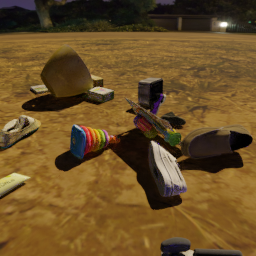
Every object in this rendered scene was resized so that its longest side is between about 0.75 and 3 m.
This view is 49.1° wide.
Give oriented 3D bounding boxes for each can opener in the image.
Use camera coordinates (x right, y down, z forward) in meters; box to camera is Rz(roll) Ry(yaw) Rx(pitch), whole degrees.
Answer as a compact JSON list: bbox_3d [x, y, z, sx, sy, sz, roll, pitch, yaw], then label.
[{"bbox_3d":[1.484,2.521,5.577,1.679,0.561,0.448,1,24,2],"label":"can opener"}]

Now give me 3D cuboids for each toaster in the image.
[{"bbox_3d":[1.150,-1.812,14.290,0.845,1.288,1.424,13,27,33],"label":"toaster"}]

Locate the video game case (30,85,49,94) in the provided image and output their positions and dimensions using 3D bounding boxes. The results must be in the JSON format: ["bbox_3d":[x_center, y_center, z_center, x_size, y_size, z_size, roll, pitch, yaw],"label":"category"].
[{"bbox_3d":[-5.009,-2.372,16.850,1.348,0.154,1.227,-15,28,-32],"label":"video game case"}]

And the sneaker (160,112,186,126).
[{"bbox_3d":[2.042,-0.436,12.239,1.136,0.434,0.651,9,32,32],"label":"sneaker"}]

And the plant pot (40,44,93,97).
[{"bbox_3d":[-3.541,-2.812,15.294,1.991,2.805,2.805,-37,38,-18],"label":"plant pot"}]

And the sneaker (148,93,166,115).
[{"bbox_3d":[1.113,-1.021,12.397,0.629,1.265,0.440,13,28,-31],"label":"sneaker"}]

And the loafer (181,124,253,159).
[{"bbox_3d":[3.021,0.420,9.376,2.575,0.979,0.868,-15,13,-13],"label":"loafer"}]

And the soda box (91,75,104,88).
[{"bbox_3d":[-2.300,-2.976,17.665,0.604,0.570,1.782,-20,30,-37],"label":"soda box"}]

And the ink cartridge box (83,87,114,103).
[{"bbox_3d":[-1.655,-1.881,15.349,1.661,0.492,0.862,18,30,35],"label":"ink cartridge box"}]

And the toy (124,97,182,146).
[{"bbox_3d":[0.816,-0.046,10.459,0.679,1.655,2.875,-47,38,-9],"label":"toy"}]

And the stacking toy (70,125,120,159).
[{"bbox_3d":[-1.066,0.421,9.999,1.859,1.020,1.079,-1,18,-33],"label":"stacking toy"}]

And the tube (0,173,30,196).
[{"bbox_3d":[-3.571,1.662,7.691,0.500,0.448,1.724,48,33,7],"label":"tube"}]

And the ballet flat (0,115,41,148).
[{"bbox_3d":[-4.223,-0.051,10.974,0.848,0.848,2.399,8,25,17],"label":"ballet flat"}]

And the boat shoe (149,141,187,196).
[{"bbox_3d":[1.136,1.175,8.409,0.751,0.846,2.299,0,35,-10],"label":"boat shoe"}]
